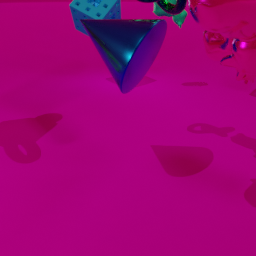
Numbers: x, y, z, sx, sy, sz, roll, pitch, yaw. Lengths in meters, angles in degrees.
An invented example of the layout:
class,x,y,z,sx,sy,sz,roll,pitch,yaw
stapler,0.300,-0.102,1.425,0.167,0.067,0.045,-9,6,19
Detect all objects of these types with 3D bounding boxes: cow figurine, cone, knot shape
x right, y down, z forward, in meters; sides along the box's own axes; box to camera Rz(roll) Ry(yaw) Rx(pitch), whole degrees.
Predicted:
class,x,y,z,sx,sy,sz,roll,pitch,yaw
cow figurine,2.111,-1.469,5.679,0.666,1.193,1.213,-22,19,-33
cow figurine,1.383,-1.311,3.428,1.712,1.684,0.940,-18,28,-36
cone,-0.294,-1.614,5.074,1.451,1.445,1.445,34,35,10
cow figurine,1.500,-4.156,10.048,1.215,1.196,0.667,-11,36,1
knot shape,0.732,-2.974,5.491,1.310,1.226,0.605,31,39,-3

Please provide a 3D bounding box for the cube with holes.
class,x,y,z,sx,sy,sz,roll,pitch,yaw
cube with holes,-1.186,-4.368,10.665,1.342,1.342,1.342,31,74,9
